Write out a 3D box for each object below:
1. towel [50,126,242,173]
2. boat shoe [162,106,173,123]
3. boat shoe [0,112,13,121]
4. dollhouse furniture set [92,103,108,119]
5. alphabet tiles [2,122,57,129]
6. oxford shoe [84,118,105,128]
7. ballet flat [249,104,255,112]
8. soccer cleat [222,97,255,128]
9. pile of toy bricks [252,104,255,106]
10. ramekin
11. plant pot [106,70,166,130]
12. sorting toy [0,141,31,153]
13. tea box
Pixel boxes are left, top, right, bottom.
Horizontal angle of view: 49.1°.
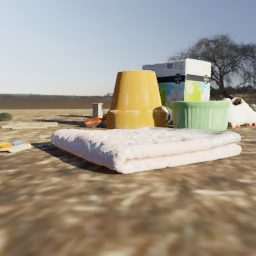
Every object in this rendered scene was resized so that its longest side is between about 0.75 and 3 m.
[{"bbox_3d":[0.199,0.236,4.972,2.475,0.418,2.591,-3,5,-32],"label":"towel"},{"bbox_3d":[0.646,-0.600,11.863,2.696,0.961,0.812,12,8,37],"label":"boat shoe"},{"bbox_3d":[-6.383,-0.558,13.935,1.170,0.443,0.432,-2,3,-31],"label":"boat shoe"},{"bbox_3d":[-1.150,-0.854,14.659,1.362,0.887,1.252,-5,7,-41],"label":"dollhouse furniture set"},{"bbox_3d":[-3.691,-0.103,10.749,1.895,0.086,2.267,-1,5,-14],"label":"alphabet tiles"},{"bbox_3d":[-1.170,-0.184,10.056,0.760,0.276,0.270,-8,30,1],"label":"oxford shoe"},{"bbox_3d":[5.489,-0.543,11.553,1.272,0.295,0.429,34,27,-2],"label":"ballet flat"},{"bbox_3d":[4.334,-0.615,10.727,0.980,1.096,2.827,4,6,42],"label":"soccer cleat"},{"bbox_3d":[5.882,-0.510,12.407,1.631,0.905,0.805,9,36,-45],"label":"pile of toy bricks"},{"bbox_3d":[2.333,-0.403,9.126,1.903,0.930,1.903,0,5,0],"label":"ramekin"},{"bbox_3d":[0.301,-1.023,10.157,2.179,1.995,2.179,0,5,0],"label":"plant pot"},{"bbox_3d":[-2.343,0.352,5.117,0.730,0.145,0.988,1,5,12],"label":"sorting toy"},{"bbox_3d":[2.291,-1.769,13.844,1.925,2.834,2.881,-4,7,-40],"label":"tea box"}]
